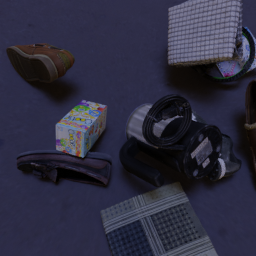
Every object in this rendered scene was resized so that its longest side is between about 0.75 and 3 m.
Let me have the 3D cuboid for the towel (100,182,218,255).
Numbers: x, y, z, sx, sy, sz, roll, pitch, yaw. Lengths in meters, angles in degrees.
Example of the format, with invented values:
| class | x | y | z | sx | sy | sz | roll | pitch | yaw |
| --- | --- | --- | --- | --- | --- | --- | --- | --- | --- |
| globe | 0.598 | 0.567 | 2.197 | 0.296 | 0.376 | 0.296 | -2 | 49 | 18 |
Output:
| class | x | y | z | sx | sy | sz | roll | pitch | yaw |
| --- | --- | --- | --- | --- | --- | --- | --- | --- | --- |
| towel | 0.673 | 2.478 | 6.342 | 2.192 | 0.379 | 2.111 | -18 | 55 | -10 |

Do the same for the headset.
| class | x | y | z | sx | sy | sz | roll | pitch | yaw |
| --- | --- | --- | --- | --- | --- | --- | --- | --- | --- |
| headset | 2.629 | -2.669 | 9.136 | 2.952 | 1.823 | 1.387 | 32 | 21 | 15 |

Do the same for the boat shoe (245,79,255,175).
| class | x | y | z | sx | sy | sz | roll | pitch | yaw |
| --- | --- | --- | --- | --- | --- | --- | --- | --- | --- |
| boat shoe | 3.396 | 0.138 | 7.111 | 1.105 | 1.103 | 2.986 | 15 | 68 | -25 |

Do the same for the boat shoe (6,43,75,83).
| class | x | y | z | sx | sy | sz | roll | pitch | yaw |
| --- | --- | --- | --- | --- | --- | --- | --- | --- | --- |
| boat shoe | -2.760 | -2.091 | 8.779 | 2.980 | 1.072 | 1.013 | 25 | 51 | 39 |

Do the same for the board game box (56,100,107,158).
| class | x | y | z | sx | sy | sz | roll | pitch | yaw |
| --- | --- | --- | --- | --- | --- | --- | --- | --- | --- |
| board game box | -1.158 | -0.029 | 7.169 | 0.751 | 0.765 | 1.458 | 15 | 32 | 10 |

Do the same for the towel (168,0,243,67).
| class | x | y | z | sx | sy | sz | roll | pitch | yaw |
| --- | --- | --- | --- | --- | --- | --- | --- | --- | --- |
| towel | 2.189 | -2.714 | 7.934 | 0.938 | 1.816 | 2.193 | 0 | 3 | -44 |

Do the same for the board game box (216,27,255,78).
| class | x | y | z | sx | sy | sz | roll | pitch | yaw |
| --- | --- | --- | --- | --- | --- | --- | --- | --- | --- |
| board game box | 3.611 | -2.449 | 9.262 | 1.428 | 0.185 | 1.428 | -29 | 65 | 17 |

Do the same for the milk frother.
| class | x | y | z | sx | sy | sz | roll | pitch | yaw |
| --- | --- | --- | --- | --- | --- | --- | --- | --- | --- |
| milk frother | 0.732 | -0.027 | 6.408 | 1.977 | 2.191 | 2.060 | -26 | 32 | -31 |

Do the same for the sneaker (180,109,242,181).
| class | x | y | z | sx | sy | sz | roll | pitch | yaw |
| --- | --- | --- | --- | --- | --- | --- | --- | --- | --- |
| sneaker | 2.189 | 0.350 | 7.565 | 1.097 | 0.806 | 2.425 | -2 | 45 | -22 |

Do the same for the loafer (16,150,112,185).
| class | x | y | z | sx | sy | sz | roll | pitch | yaw |
| --- | --- | --- | --- | --- | --- | --- | --- | --- | --- |
| loafer | -1.626 | 1.033 | 7.046 | 2.446 | 0.879 | 0.770 | 0 | 62 | -1 |
